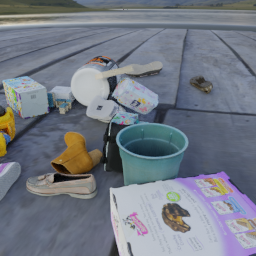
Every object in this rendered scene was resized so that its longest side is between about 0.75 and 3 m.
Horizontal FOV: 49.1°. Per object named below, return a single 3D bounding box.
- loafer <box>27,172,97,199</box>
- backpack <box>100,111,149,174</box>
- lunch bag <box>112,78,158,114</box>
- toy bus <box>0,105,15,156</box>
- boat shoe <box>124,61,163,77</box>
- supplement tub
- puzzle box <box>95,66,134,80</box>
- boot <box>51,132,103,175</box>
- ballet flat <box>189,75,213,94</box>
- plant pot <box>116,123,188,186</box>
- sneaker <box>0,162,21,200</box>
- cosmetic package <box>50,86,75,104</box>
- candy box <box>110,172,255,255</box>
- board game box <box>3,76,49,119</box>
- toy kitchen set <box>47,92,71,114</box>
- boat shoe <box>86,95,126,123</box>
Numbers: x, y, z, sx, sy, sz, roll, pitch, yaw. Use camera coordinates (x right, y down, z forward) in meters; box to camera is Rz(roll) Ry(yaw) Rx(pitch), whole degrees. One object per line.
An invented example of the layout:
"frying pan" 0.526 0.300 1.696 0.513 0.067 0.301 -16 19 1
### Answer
"loafer" -1.687 1.342 7.101 1.859 0.585 0.668 4 26 8
"backpack" -0.056 0.335 8.063 1.336 1.575 1.774 6 19 -3
"lunch bag" 0.256 -1.162 10.170 1.324 0.993 1.561 26 -1 -20
"toy bus" -4.310 0.356 8.484 2.006 1.361 1.926 -14 42 -32
"boat shoe" 0.884 -3.412 16.892 2.529 0.721 0.846 -12 60 -14
"supplement tub" -1.364 -2.311 13.147 1.837 1.837 2.998 4 26 8
"puzzle box" -0.582 -2.091 10.669 1.166 0.223 1.753 -16 11 -13
"boot" -1.740 0.747 8.253 1.833 0.645 1.312 27 36 36
"ballet flat" 3.849 -2.277 14.678 0.805 0.554 2.388 -27 22 3
"plant pot" 0.545 0.940 6.756 1.637 1.603 1.637 0 28 0
"sneaker" -3.541 1.423 7.050 0.964 0.613 1.690 -2 18 10
"cosmetic package" -2.999 -1.507 12.927 0.941 0.579 0.938 4 26 8
"candy box" 1.152 1.992 5.343 2.692 0.963 2.258 -5 27 -12
"board game box" -4.392 -1.358 11.996 1.143 1.123 2.179 -18 32 -33
"toy kitchen set" -3.071 -1.084 11.986 1.109 0.653 0.888 5 27 11
"boat shoe" -0.816 -0.663 10.847 0.884 0.968 2.691 30 -9 -27
